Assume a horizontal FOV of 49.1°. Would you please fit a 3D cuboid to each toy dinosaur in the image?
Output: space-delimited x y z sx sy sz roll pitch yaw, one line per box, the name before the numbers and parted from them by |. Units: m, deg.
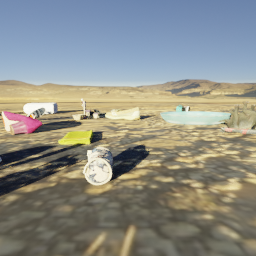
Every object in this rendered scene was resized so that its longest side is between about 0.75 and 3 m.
toy dinosaur | 3.558 -0.265 8.768 1.813 0.927 0.698 -11 -24 41

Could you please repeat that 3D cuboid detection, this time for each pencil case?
pencil case | -0.410 0.506 3.930 0.400 0.348 0.894 5 7 -4

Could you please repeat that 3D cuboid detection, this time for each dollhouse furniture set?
dollhouse furniture set | -2.045 -0.904 13.351 1.073 0.961 1.355 0 7 6

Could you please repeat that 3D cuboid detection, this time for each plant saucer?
plant saucer | 2.849 -0.439 11.905 2.942 0.403 2.942 -1 6 0

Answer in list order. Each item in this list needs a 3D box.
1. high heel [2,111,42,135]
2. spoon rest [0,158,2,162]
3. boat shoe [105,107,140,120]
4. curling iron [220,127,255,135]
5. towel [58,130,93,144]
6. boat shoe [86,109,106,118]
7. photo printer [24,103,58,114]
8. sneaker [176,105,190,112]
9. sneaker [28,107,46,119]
high heel | -3.379 -0.199 8.819 0.878 0.616 1.827 -16 29 -31
spoon rest | -2.353 0.505 4.208 0.701 0.427 1.410 0 -7 -14
boat shoe | -0.263 -0.714 13.350 1.899 0.597 0.693 5 8 38
curling iron | 3.482 0.083 8.289 1.461 0.187 0.362 3 7 24
towel | -1.313 0.211 7.353 0.741 0.155 1.721 0 6 -4
boat shoe | -1.613 -0.762 14.624 1.328 0.413 0.495 -4 6 -44
photo printer | -5.446 -1.218 17.423 1.889 0.656 1.572 -1 8 -5
sneaker | 3.289 -1.097 16.732 0.803 0.556 1.330 7 0 13
sneaker | -4.020 -0.614 12.284 0.895 0.351 0.356 -37 -4 -11
